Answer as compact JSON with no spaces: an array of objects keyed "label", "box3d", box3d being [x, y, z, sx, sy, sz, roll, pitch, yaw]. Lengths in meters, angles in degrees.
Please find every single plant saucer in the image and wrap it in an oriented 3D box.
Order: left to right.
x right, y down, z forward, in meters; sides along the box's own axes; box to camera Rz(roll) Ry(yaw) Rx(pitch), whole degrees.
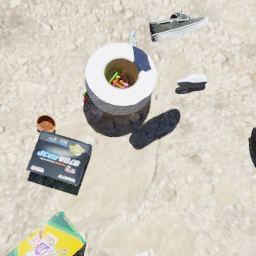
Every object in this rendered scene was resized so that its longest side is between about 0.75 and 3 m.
[{"label":"plant saucer","box3d":[-3.303,-0.170,11.342,0.799,0.129,0.799,1,110,4]}]

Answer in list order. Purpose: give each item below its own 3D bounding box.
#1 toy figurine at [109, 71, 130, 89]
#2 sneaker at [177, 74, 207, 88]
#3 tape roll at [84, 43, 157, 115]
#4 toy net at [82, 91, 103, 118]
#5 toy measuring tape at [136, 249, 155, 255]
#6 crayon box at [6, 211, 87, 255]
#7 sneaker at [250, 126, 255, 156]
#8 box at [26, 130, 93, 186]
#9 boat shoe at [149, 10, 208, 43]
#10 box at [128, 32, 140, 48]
[{"label":"toy figurine","box3d":[-0.267,-1.852,11.874,0.889,0.725,0.966,38,52,-3]},{"label":"sneaker","box3d":[2.703,-2.044,11.955,1.333,0.487,0.472,-4,63,-10]},{"label":"tape roll","box3d":[-0.314,-2.005,11.462,2.871,1.004,2.871,2,71,-6]},{"label":"toy net","box3d":[-1.468,-1.064,11.720,0.711,0.262,1.356,-17,74,-6]},{"label":"toy measuring tape","box3d":[-0.130,4.759,9.715,2.238,0.823,0.823,-19,74,-5]},{"label":"crayon box","box3d":[-2.891,4.323,9.855,2.486,0.724,1.476,-39,77,-11]},{"label":"sneaker","box3d":[5.560,0.813,10.993,1.029,0.724,1.937,-12,83,-8]},{"label":"box","box3d":[-2.630,1.155,10.910,2.119,0.487,1.684,16,76,5]},{"label":"boat shoe","box3d":[1.693,-3.423,9.125,2.245,0.794,0.715,-24,110,-23]},{"label":"box","box3d":[0.267,-3.917,12.633,0.480,0.151,0.873,5,74,1]}]
